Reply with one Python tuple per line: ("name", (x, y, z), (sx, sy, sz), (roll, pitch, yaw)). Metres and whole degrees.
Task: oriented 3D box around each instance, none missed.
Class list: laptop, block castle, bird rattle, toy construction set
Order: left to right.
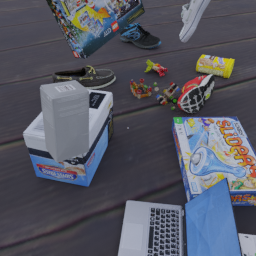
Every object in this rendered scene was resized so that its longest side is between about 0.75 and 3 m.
("block castle", (0.472, -1.551, 10.694), (0.607, 0.426, 0.908), (-13, 41, -16))
("bird rattle", (1.252, -2.590, 11.964), (1.003, 0.565, 0.818), (15, 25, 14))
("toy construction set", (1.270, -1.216, 10.128), (1.085, 0.834, 0.905), (21, 86, 0))
("laptop", (0.887, 2.029, 5.574), (2.152, 1.247, 2.015), (5, 38, 6))

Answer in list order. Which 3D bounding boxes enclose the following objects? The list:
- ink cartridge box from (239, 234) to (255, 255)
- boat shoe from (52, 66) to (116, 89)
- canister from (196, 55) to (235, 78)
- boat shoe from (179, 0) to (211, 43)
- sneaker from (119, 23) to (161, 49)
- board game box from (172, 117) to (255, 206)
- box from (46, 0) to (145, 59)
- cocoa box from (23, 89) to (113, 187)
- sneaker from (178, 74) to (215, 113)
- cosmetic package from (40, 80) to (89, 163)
("ink cartridge box", (2.251, 2.503, 5.680), (0.868, 0.366, 0.634), (5, 39, 6))
("boat shoe", (-1.676, -1.993, 10.973), (2.516, 0.758, 0.897), (-15, 41, -18))
("canister", (3.717, -2.659, 11.957), (1.377, 0.596, 1.023), (17, 42, 21))
("boat shoe", (2.210, -4.060, 9.756), (0.721, 2.159, 0.794), (21, 42, -6))
("sneaker", (0.556, -4.727, 14.202), (2.436, 0.998, 0.892), (23, 44, 25))
("board game box", (2.420, 0.767, 7.720), (2.015, 0.513, 2.977), (-1, 39, -1))
("box", (-0.682, -3.044, 6.795), (0.459, 1.665, 2.437), (17, 52, 41))
("cocoa box", (-1.441, 0.150, 7.680), (1.557, 1.532, 2.335), (9, 40, 11))
("sneaker", (2.340, -1.239, 10.184), (0.986, 0.894, 2.321), (8, 32, 39))
("cosmetic package", (-1.219, -0.123, 5.526), (0.772, 1.446, 0.652), (-16, 40, -34))
